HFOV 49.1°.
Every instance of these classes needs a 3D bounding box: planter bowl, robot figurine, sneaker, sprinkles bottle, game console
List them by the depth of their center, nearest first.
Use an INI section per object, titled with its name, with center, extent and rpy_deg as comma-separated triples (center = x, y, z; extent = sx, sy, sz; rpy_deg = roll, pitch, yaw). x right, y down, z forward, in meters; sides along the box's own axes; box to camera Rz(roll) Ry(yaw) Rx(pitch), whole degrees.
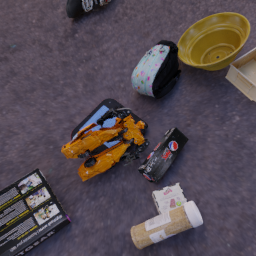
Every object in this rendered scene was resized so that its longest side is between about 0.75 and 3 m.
[sprinkles bottle]
center = 0.995, 2.543, 7.326
extent = 1.837, 0.627, 0.627
rpy_deg = -27, 62, 12
[robot figurine]
center = -0.593, 0.425, 8.157
extent = 2.420, 1.755, 0.705
rpy_deg = -30, 21, 0
[game console]
center = -0.636, 0.110, 9.207
extent = 1.832, 0.322, 2.071
rpy_deg = 35, 70, 20
[planter bowl]
center = 3.192, -2.911, 10.277
extent = 2.582, 1.075, 2.582
rpy_deg = -19, 49, 22
[sneaker]
center = -1.459, -5.665, 12.004
extent = 1.299, 1.087, 2.935
rpy_deg = 27, 65, 17

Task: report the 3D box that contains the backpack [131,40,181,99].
[backpack]
center = 1.001, -1.950, 9.861
extent = 1.208, 1.592, 1.908
rpy_deg = 19, 64, 32

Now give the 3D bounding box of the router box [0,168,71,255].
[router box]
center = -3.102, 2.532, 7.758
extent = 2.418, 0.617, 1.803
rpy_deg = -32, 66, -16

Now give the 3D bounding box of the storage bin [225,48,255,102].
[storage bin]
center = 4.722, -1.955, 10.162
extent = 1.597, 0.749, 1.586
rpy_deg = -32, 65, -17

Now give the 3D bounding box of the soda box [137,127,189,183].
[soda box]
center = 1.095, 0.820, 8.639
extent = 0.627, 0.561, 1.771
rpy_deg = 43, 67, -6

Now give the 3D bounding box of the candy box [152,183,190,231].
[candy box]
center = 1.302, 2.318, 8.012
extent = 0.860, 0.385, 1.262
rpy_deg = -16, 63, -8
